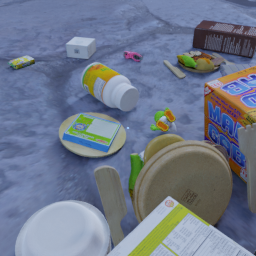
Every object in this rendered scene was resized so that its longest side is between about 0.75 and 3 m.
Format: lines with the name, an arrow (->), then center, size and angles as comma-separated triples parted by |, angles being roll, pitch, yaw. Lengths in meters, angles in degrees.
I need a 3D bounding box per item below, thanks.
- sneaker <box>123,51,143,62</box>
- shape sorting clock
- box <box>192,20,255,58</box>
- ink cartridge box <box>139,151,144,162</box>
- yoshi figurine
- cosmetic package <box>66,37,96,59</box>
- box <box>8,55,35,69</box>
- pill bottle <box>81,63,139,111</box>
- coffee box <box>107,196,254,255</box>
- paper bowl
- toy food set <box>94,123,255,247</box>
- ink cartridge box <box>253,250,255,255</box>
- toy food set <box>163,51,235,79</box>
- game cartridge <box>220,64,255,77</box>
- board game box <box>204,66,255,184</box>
sneaker -> 0.271, -3.027, 11.662 | 0.940, 0.371, 0.448 | 24, 32, 26
shape sorting clock -> -0.929, 0.150, 7.437 | 1.767, 0.347, 1.767 | 8, 34, -5
box -> 4.341, -3.964, 12.341 | 2.678, 1.004, 1.341 | 20, 42, 21
ink cartridge box -> 0.643, 0.790, 6.290 | 0.426, 0.197, 0.782 | -34, 79, -19
yoshi figurine -> 0.889, -0.209, 7.223 | 0.661, 0.659, 1.177 | -3, -3, 6
cosmetic package -> -1.980, -3.418, 11.920 | 0.960, 0.592, 0.963 | 9, 38, 12
box -> -4.265, -2.609, 11.178 | 0.543, 0.224, 0.926 | 31, 44, 33
pill bottle -> -0.550, -1.258, 8.729 | 1.035, 1.035, 1.864 | -27, 46, -31
coffee box -> 0.614, 2.225, 3.754 | 1.505, 1.519, 1.522 | 30, 46, 33
paper bowl -> -1.087, 1.913, 4.762 | 1.578, 0.821, 1.578 | 0, 39, 0
toy food set -> 0.972, 1.054, 5.063 | 2.985, 2.061, 0.599 | -14, 16, -12
ink cartridge box -> 2.591, 2.135, 4.956 | 0.462, 0.217, 0.984 | 30, 47, 33
toy food set -> 2.854, -2.709, 11.044 | 2.620, 0.526, 1.809 | -13, 39, -16
game cartridge -> 4.163, -1.379, 9.324 | 1.578, 0.467, 2.435 | -6, 42, -1
board game box -> 2.974, -0.161, 6.335 | 1.779, 1.779, 1.780 | -19, 37, -11
